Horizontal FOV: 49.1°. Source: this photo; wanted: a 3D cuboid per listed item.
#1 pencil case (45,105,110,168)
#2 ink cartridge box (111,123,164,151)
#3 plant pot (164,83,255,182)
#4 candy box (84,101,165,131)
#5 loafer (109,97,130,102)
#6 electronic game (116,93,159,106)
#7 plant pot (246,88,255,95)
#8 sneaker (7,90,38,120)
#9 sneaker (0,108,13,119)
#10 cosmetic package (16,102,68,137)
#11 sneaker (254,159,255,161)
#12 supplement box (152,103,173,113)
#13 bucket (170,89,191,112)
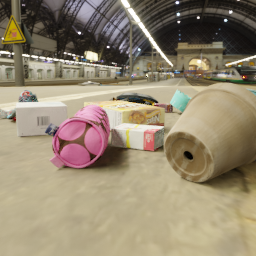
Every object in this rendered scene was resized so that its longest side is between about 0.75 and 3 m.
[{"bbox_3d":[-1.078,0.110,6.789,1.194,1.232,2.631,40,8,-5],"label":"pencil case"},{"bbox_3d":[0.264,0.220,7.536,1.235,0.515,0.896,5,12,23],"label":"ink cartridge box"},{"bbox_3d":[1.534,0.201,5.252,1.741,1.741,1.511,10,31,43],"label":"plant pot"},{"bbox_3d":[-0.245,-0.467,10.290,1.720,0.824,2.980,-7,13,-32],"label":"candy box"},{"bbox_3d":[-0.765,-1.272,14.829,2.034,0.735,0.740,4,12,21],"label":"loafer"},{"bbox_3d":[0.513,-1.478,15.448,2.358,0.491,2.358,7,-6,1],"label":"electronic game"},{"bbox_3d":[2.906,-0.167,7.094,1.286,1.209,1.286,25,-11,5],"label":"plant pot"},{"bbox_3d":[-4.519,-1.015,12.098,1.032,1.243,2.602,-1,11,-6],"label":"sneaker"},{"bbox_3d":[-5.566,-0.623,12.474,1.266,0.476,0.560,-2,-3,-44],"label":"sneaker"},{"bbox_3d":[-2.929,-0.362,9.461,1.557,0.960,1.562,-4,10,-21],"label":"cosmetic package"},{"bbox_3d":[2.399,0.311,6.039,1.698,0.695,0.654,10,-4,-39],"label":"sneaker"},{"bbox_3d":[1.768,-1.029,14.358,1.013,0.434,0.559,1,11,3],"label":"supplement box"},{"bbox_3d":[2.678,-1.274,13.730,1.171,0.762,1.171,31,16,-10],"label":"bucket"}]
